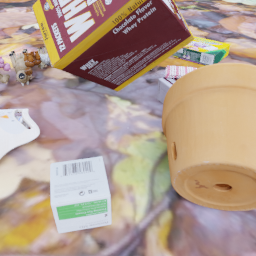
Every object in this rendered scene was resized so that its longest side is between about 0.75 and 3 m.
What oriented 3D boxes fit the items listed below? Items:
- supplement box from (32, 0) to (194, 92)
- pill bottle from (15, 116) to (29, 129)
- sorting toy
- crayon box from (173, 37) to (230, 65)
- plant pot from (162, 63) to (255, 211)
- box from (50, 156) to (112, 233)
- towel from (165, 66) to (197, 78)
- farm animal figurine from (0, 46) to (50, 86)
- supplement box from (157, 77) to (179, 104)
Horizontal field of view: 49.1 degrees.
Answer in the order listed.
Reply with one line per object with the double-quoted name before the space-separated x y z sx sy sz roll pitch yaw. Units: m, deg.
"supplement box" -0.294 -2.678 7.184 2.805 2.766 1.862 10 54 -58
"pill bottle" -3.570 -0.101 8.430 0.977 0.556 0.556 4 37 6
"sorting toy" -3.761 0.001 7.812 2.240 1.329 2.488 -14 38 -30
"crayon box" 3.452 -3.669 13.193 2.068 0.603 1.784 24 43 29
"plant pot" 2.102 0.418 6.085 2.975 2.975 2.083 8 54 11
"box" -1.008 1.407 6.013 1.168 1.006 1.174 -7 39 -10
"towel" 1.869 -1.922 9.739 1.130 0.169 0.827 6 35 7
"farm animal figurine" -4.374 -2.302 10.968 2.435 1.270 2.408 -5 24 5
"supplement box" 2.699 -1.360 9.826 2.973 0.905 1.618 -17 39 -20
